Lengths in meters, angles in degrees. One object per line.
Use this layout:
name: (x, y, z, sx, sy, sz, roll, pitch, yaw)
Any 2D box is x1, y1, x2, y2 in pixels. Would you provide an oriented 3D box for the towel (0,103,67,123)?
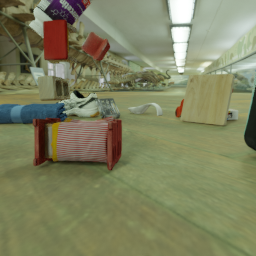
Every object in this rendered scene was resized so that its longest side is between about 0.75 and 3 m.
towel: (-4.055, -0.616, 11.267, 2.966, 0.720, 1.656, 0, 10, 0)

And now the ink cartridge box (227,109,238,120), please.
ink cartridge box: (4.084, -0.583, 12.010, 0.990, 0.424, 0.731, -3, 9, -10)

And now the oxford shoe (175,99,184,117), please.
oxford shoe: (2.568, -0.906, 12.232, 0.539, 0.529, 1.486, 3, -20, -13)

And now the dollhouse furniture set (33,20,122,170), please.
dollhouse furniture set: (-0.938, -0.684, 5.369, 1.495, 2.777, 1.129, 0, 5, 8)

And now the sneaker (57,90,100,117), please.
sneaker: (-2.638, -1.173, 13.219, 2.788, 1.222, 1.054, 1, 11, 14)

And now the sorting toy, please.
sorting toy: (3.154, -1.066, 10.870, 1.876, 1.887, 0.657, 9, -4, 45)

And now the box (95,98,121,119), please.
box: (-0.897, -0.865, 12.385, 0.831, 0.253, 1.049, -5, 52, -28)

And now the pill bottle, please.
pill bottle: (-1.884, -3.280, 7.784, 1.010, 1.796, 1.010, 40, 1, -1)

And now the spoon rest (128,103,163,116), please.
spoon rest: (0.858, -0.970, 13.927, 1.953, 0.592, 0.970, 10, 13, 42)

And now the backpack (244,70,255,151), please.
backpack: (3.654, -0.421, 5.219, 2.574, 2.263, 1.974, 5, 15, 3)
